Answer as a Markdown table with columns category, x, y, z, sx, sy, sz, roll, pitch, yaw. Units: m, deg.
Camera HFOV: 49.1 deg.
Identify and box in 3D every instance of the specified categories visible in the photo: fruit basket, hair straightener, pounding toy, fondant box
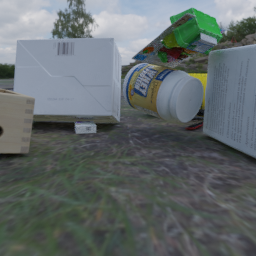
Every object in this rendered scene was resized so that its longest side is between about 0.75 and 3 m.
| category | x | y | z | sx | sy | sz | roll | pitch | yaw |
| --- | --- | --- | --- | --- | --- | --- | --- | --- | --- |
| fruit basket | 1.171 | -1.831 | 6.303 | 1.559 | 0.789 | 1.683 | 0 | -26 | -42 |
| hair straightener | 2.204 | -0.377 | 8.336 | 1.660 | 0.639 | 0.340 | -12 | 7 | -43 |
| pounding toy | -3.379 | -0.063 | 5.567 | 2.244 | 1.595 | 2.065 | 4 | 8 | -38 |
| fondant box | -1.184 | -0.029 | 7.730 | 0.544 | 0.220 | 0.754 | -2 | 11 | -13 |

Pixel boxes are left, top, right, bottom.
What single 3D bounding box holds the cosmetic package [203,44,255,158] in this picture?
| category | x | y | z | sx | sy | sz | roll | pitch | yaw |
| --- | --- | --- | --- | --- | --- | --- | --- | --- | --- |
| cosmetic package | 3.110 | -0.636 | 5.974 | 2.074 | 2.086 | 2.493 | -1 | 12 | -10 |

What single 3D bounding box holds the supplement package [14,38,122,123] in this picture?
| category | x | y | z | sx | sy | sz | roll | pitch | yaw |
| --- | --- | --- | --- | --- | --- | --- | --- | --- | --- |
| supplement package | -1.688 | -1.337 | 8.343 | 2.815 | 2.193 | 1.561 | 1 | -6 | 6 |

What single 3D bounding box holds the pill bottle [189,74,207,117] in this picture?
| category | x | y | z | sx | sy | sz | roll | pitch | yaw |
| --- | --- | --- | --- | --- | --- | --- | --- | --- | --- |
| pill bottle | 1.940 | -1.138 | 9.845 | 2.764 | 1.538 | 1.538 | 3 | 12 | 12 |

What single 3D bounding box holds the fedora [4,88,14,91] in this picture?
| category | x | y | z | sx | sy | sz | roll | pitch | yaw |
| --- | --- | --- | --- | --- | --- | --- | --- | --- | --- |
| fedora | -4.796 | -1.282 | 12.019 | 1.965 | 0.887 | 1.738 | -8 | 13 | -20 |

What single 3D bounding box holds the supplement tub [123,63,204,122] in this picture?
| category | x | y | z | sx | sy | sz | roll | pitch | yaw |
| --- | --- | --- | --- | --- | --- | --- | --- | --- | --- |
| supplement tub | 0.870 | -0.904 | 7.140 | 1.276 | 1.276 | 1.763 | -11 | 25 | -42 |
